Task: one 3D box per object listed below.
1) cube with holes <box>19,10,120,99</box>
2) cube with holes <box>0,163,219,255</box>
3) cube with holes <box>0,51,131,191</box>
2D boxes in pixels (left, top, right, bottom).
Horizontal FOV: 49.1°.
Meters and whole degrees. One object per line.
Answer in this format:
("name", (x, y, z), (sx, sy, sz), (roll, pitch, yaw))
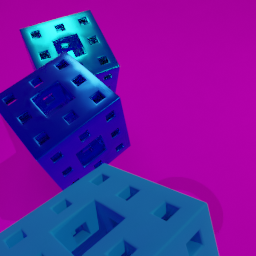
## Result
("cube with holes", (-1.121, -1.186, 5.612), (1.371, 1.371, 1.371), (-22, 73, -15))
("cube with holes", (-0.139, 1.380, 2.498), (1.368, 1.368, 1.368), (-32, 26, -31))
("cube with holes", (-0.920, -0.046, 4.234), (1.287, 1.287, 1.287), (-39, 61, -16))
